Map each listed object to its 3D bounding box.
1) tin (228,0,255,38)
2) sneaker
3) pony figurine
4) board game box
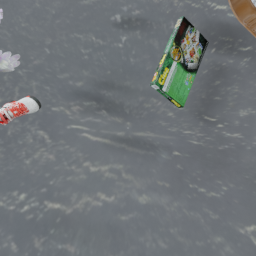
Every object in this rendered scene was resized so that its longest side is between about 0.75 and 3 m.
[{"bbox_3d":[3.136,-2.401,6.123,2.327,0.487,1.303,34,64,-17],"label":"tin"},{"bbox_3d":[-2.091,-0.298,5.243,1.012,0.338,0.542,-3,37,37],"label":"sneaker"},{"bbox_3d":[-3.115,-1.679,5.747,1.443,1.495,1.245,-7,98,34],"label":"pony figurine"},{"bbox_3d":[1.366,-1.696,7.207,1.108,0.248,2.114,35,70,-31],"label":"board game box"}]
